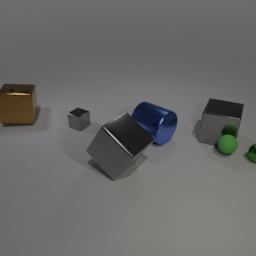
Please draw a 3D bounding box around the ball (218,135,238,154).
[{"bbox_3d":[3.675,0.593,10.319,0.700,0.700,0.700,0,31,0],"label":"ball"}]

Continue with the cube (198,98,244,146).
[{"bbox_3d":[3.747,-0.199,11.262,1.400,1.400,1.400,13,33,21],"label":"cube"}]

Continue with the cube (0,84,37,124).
[{"bbox_3d":[-4.904,-1.101,12.562,1.400,1.400,1.400,0,26,-11],"label":"cube"}]

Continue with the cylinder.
[{"bbox_3d":[1.038,-0.215,11.276,1.400,1.400,1.400,25,39,35],"label":"cylinder"}]

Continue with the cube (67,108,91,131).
[{"bbox_3d":[-2.138,-0.387,12.267,0.700,0.700,0.700,18,35,28],"label":"cube"}]

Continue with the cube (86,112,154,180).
[{"bbox_3d":[-0.266,0.578,9.401,1.400,1.400,1.400,45,40,9],"label":"cube"}]

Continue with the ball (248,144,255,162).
[{"bbox_3d":[4.705,0.904,10.107,0.700,0.700,0.700,0,31,0],"label":"ball"}]
